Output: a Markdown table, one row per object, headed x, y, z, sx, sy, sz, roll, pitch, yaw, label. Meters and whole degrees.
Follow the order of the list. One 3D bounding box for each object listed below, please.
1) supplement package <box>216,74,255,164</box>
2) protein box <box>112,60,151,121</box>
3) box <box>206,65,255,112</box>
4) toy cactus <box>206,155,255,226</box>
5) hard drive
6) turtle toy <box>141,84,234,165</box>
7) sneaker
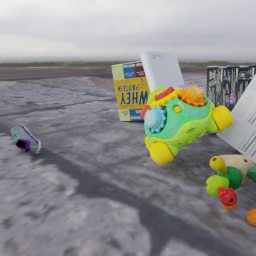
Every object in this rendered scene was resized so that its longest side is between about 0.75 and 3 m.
| x | y | z | sx | sy | sz | roll | pitch | yaw | label |
| --- | --- | --- | --- | --- | --- | --- | --- | --- | --- |
| 2.821 | -0.413 | 5.567 | 0.965 | 1.741 | 1.356 | 40 | 37 | 24 | supplement package |
| 0.494 | -1.278 | 9.020 | 1.170 | 1.734 | 1.721 | -1 | 16 | 27 | protein box |
| 2.608 | -0.688 | 6.859 | 1.322 | 1.650 | 0.359 | 5 | 15 | 37 | box |
| 1.882 | 0.624 | 4.160 | 2.077 | 1.062 | 1.714 | -14 | 9 | -17 | toy cactus |
| 1.167 | -1.087 | 7.981 | 1.421 | 2.155 | 0.288 | -12 | -5 | -45 | hard drive |
| 0.908 | -0.268 | 5.587 | 1.611 | 1.117 | 2.210 | -31 | 10 | 2 | turtle toy |
| -2.263 | 0.210 | 5.920 | 0.995 | 0.370 | 0.435 | 28 | 13 | 30 | sneaker |
